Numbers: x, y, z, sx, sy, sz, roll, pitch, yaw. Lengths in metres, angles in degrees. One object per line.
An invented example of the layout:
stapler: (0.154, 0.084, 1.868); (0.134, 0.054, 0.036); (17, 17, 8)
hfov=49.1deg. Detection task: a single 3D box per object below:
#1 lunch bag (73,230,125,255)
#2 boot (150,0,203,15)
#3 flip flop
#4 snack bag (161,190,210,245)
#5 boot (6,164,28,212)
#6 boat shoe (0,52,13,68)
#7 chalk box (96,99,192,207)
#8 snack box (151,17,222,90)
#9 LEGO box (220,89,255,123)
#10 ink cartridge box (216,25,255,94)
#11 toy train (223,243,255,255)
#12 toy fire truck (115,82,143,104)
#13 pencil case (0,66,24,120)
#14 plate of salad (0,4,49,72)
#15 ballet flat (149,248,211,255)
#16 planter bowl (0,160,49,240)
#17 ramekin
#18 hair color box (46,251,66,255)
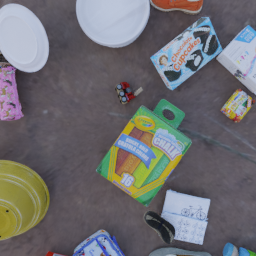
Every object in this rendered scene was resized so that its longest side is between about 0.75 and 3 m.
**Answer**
lunch bag: (-0.835, 4.377, 9.176); (1.515, 0.714, 1.891); (-35, 90, -2)
boot: (1.599, -4.279, 9.155); (1.774, 0.951, 0.665); (7, 87, 4)
flip flop: (1.003, 3.190, 9.099); (1.469, 0.423, 0.596); (44, 70, -17)
snack bag: (1.887, 2.963, 9.309); (1.541, 0.175, 1.634); (12, 97, 4)
boot: (-4.045, 1.897, 9.162); (2.422, 0.892, 1.874); (41, 88, -8)
boat shoe: (-3.719, -2.343, 9.333); (1.658, 0.535, 0.591); (-14, 89, 0)
chalk box: (0.637, 0.518, 8.650); (1.842, 1.830, 2.952); (34, 90, 0)
snack box: (1.914, -2.390, 9.057); (2.171, 0.403, 1.261); (-39, 121, -3)
LEGO box: (3.680, -0.737, 9.404); (0.678, 0.351, 0.911); (38, 89, 0)
ink cartridge box: (4.212, -2.087, 9.226); (2.200, 0.746, 1.266); (43, 89, 1)
toy train: (3.485, 4.961, 9.112); (1.275, 0.933, 2.203); (23, 89, 11)
toy fire truck: (0.047, -1.249, 9.386); (0.781, 0.503, 0.688); (-21, 89, -11)
pencil case: (-3.944, -1.114, 9.218); (0.740, 0.773, 1.788); (-9, 90, -20)
plate of salad: (-3.194, -2.699, 8.522); (2.008, 0.482, 2.008); (12, 121, 20)
ballet flat: (1.762, 4.373, 9.167); (2.182, 0.695, 0.735); (2, 90, 0)
planter bowl: (-3.892, 2.487, 8.470); (2.817, 1.173, 2.817); (-3, 112, -7)
ramekin: (-0.434, -3.669, 9.006); (2.308, 1.075, 2.308); (0, 91, 5)
hair color box: (-2.481, 5.146, 9.226); (0.924, 0.557, 1.820); (14, 88, 0)
